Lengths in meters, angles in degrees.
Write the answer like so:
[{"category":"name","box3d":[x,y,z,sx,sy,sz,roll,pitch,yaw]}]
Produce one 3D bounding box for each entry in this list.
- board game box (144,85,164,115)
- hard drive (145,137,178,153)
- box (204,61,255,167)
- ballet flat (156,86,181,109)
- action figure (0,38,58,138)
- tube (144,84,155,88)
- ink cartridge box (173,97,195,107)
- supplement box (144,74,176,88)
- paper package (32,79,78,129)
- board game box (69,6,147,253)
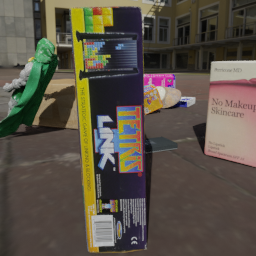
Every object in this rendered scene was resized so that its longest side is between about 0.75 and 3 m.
[{"category":"board game box","box3d":[0.775,-1.090,10.695,0.772,0.773,0.772,-24,22,-6]},{"category":"hard drive","box3d":[0.552,0.379,6.339,0.942,0.155,0.657,-6,14,-24]},{"category":"box","box3d":[2.344,-0.346,5.547,1.224,1.914,1.043,12,18,43]},{"category":"ballet flat","box3d":[0.933,-1.354,12.003,2.762,0.940,0.929,0,-16,43]},{"category":"action figure","box3d":[-2.353,-0.941,6.618,0.767,2.803,1.656,40,35,-4]},{"category":"tube","box3d":[-0.002,-1.614,13.981,2.879,0.726,1.115,-4,0,30]},{"category":"ink cartridge box","box3d":[2.457,-1.188,12.788,0.847,0.334,1.704,7,13,27]},{"category":"supplement box","box3d":[1.300,-2.219,15.088,2.415,1.222,1.248,1,18,6]},{"category":"paper package","box3d":[-1.545,-0.853,9.063,2.595,1.343,2.474,5,14,22]},{"category":"board game box","box3d":[-0.176,-0.082,3.466,0.662,2.334,1.929,-2,14,-1]}]
